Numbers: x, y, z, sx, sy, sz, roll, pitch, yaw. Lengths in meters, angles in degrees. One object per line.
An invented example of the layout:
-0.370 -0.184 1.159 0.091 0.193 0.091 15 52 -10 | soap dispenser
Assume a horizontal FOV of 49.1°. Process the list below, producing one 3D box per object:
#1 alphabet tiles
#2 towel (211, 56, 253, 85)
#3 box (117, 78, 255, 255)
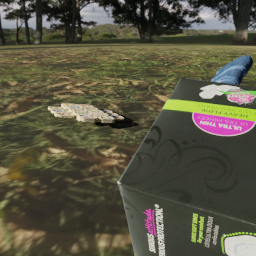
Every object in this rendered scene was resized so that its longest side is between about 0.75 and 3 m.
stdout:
-1.401 -0.530 9.420 2.314 0.173 2.366 1 14 -28 | alphabet tiles
3.989 -1.992 11.314 1.649 0.717 2.953 -36 4 46 | towel
1.695 0.808 3.275 2.894 1.799 2.150 11 42 22 | box
